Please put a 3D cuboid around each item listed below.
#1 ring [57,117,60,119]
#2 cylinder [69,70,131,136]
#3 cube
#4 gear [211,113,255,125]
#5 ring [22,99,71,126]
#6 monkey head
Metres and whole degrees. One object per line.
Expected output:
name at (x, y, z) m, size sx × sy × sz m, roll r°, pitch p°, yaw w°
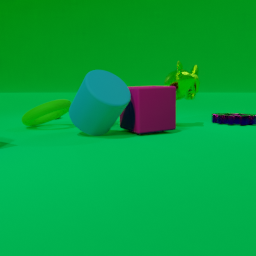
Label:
ring at (-3.460, -0.571, 11.607) m, size 1.393 × 0.279 × 1.393 m, roll 3°, pitch 11°, yaw -1°
cylinder at (-0.745, -0.638, 7.242) m, size 1.235 × 1.235 × 1.235 m, roll -7°, pitch -33°, yaw -39°
cube at (0.533, -0.566, 7.950) m, size 1.207 × 1.207 × 1.207 m, roll -6°, pitch 11°, yaw -26°
gear at (3.848, -0.342, 10.066) m, size 1.615 × 0.299 × 1.615 m, roll 0°, pitch 7°, yaw 0°
ring at (-2.553, -0.477, 8.872) m, size 1.618 × 0.324 × 1.618 m, roll -24°, pitch -3°, yaw -1°
monkey head at (1.732, -1.532, 9.001) m, size 1.087 × 1.298 × 1.804 m, roll 15°, pitch -30°, yaw 1°
